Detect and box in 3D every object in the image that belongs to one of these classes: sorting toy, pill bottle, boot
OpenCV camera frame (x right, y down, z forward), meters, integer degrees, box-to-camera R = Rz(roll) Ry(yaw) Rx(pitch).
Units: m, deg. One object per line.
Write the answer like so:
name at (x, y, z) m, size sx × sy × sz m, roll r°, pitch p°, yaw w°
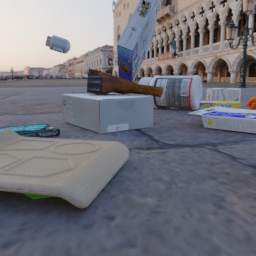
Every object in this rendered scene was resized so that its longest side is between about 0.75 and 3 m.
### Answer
sorting toy at (-1.516, 0.572, 4.583) m, size 2.663 × 0.486 × 2.465 m, roll 7°, pitch 12°, yaw 13°
pill bottle at (2.115, -1.827, 14.236) m, size 2.964 × 1.688 × 1.688 m, roll 6°, pitch 12°, yaw 28°
boot at (-0.166, -1.621, 10.076) m, size 2.571 × 0.880 × 2.420 m, roll 3°, pitch 8°, yaw -9°

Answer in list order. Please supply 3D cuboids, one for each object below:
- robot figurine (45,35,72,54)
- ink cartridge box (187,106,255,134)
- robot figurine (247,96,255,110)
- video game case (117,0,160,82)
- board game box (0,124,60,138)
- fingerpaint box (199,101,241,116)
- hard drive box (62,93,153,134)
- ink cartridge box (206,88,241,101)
robot figurine at (-2.717, -3.297, 11.064) m, size 1.026 × 0.870 × 0.579 m, roll 14°, pitch -39°, yaw -19°
ink cartridge box at (3.493, -0.306, 9.206) m, size 2.296 × 0.540 × 2.269 m, roll 7°, pitch 14°, yaw 41°
robot figurine at (6.189, -1.131, 13.137) m, size 1.235 × 0.720 × 0.888 m, roll -4°, pitch 9°, yaw -21°
video game case at (0.351, -3.158, 10.177) m, size 0.610 × 2.433 × 2.685 m, roll 22°, pitch -15°, yaw 6°
board game box at (-2.820, 0.123, 7.506) m, size 1.650 × 0.232 × 1.116 m, roll -9°, pitch 13°, yaw -39°
fingerpaint box at (3.829, -0.807, 11.674) m, size 1.596 × 0.585 × 1.331 m, roll 3°, pitch 10°, yaw 18°
hard drive box at (-0.748, -0.607, 9.357) m, size 2.027 × 0.999 × 2.601 m, roll -7°, pitch 12°, yaw -35°
ink cartridge box at (4.895, -1.557, 14.624) m, size 1.769 × 1.018 × 0.600 m, roll 6°, pitch 12°, yaw 30°
